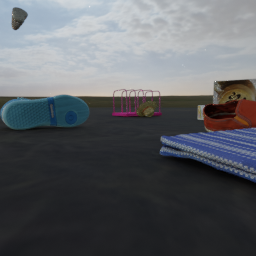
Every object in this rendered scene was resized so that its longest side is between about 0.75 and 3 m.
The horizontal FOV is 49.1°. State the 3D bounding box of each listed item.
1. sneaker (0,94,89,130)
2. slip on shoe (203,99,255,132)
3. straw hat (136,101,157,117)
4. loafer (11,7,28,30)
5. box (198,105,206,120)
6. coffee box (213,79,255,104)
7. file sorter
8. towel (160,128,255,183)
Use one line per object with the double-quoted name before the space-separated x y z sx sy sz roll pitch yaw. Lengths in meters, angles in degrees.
"sneaker" -2.450 -0.498 8.047 2.399 0.954 1.566 -3 7 -35
"slip on shoe" 2.332 -0.234 5.398 2.036 0.623 0.754 0 46 47
"straw hat" 1.036 -0.817 14.052 1.142 1.142 0.483 -3 48 -32
"loafer" -2.485 -2.466 6.303 0.344 0.301 0.957 23 25 -26
"box" 3.338 -0.603 11.162 0.661 0.595 1.175 -1 5 -15
"coffee box" 2.964 -0.454 6.020 0.848 1.200 2.123 -3 6 -39
"file sorter" 0.477 -1.370 15.204 2.248 1.410 1.562 -3 5 -31
"towel" 2.102 0.282 3.228 2.914 0.348 2.110 -4 8 -24
